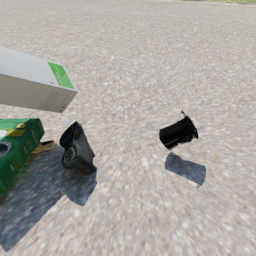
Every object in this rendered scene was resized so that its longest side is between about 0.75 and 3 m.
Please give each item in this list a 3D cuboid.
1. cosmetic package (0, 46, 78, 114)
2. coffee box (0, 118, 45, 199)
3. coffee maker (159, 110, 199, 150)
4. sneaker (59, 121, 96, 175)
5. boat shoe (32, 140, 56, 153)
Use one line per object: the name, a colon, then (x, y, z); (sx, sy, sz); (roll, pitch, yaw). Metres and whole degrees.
cosmetic package: (-2.573, -1.183, 7.143); (2.233, 0.947, 1.202); (7, 44, -50)
coffee box: (-3.368, 0.701, 6.851); (1.679, 0.601, 2.731); (-1, 34, 10)
coffee maker: (1.263, 0.071, 7.326); (0.891, 0.856, 0.600); (-27, 5, 24)
sneaker: (-1.258, 0.536, 7.178); (0.692, 0.828, 1.823); (-39, 36, 18)
boat shoe: (-2.419, 0.487, 7.722); (0.793, 0.256, 0.283); (-12, 34, -18)
